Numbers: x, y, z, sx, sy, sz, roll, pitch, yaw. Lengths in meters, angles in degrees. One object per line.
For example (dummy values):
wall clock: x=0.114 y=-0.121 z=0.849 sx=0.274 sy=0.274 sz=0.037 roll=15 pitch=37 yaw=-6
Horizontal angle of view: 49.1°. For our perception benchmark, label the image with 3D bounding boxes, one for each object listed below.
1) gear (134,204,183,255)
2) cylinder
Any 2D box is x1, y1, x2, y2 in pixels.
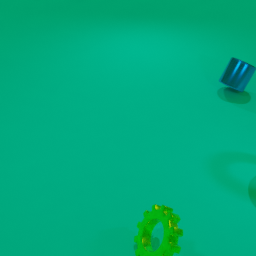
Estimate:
gear: x=0.559 y=2.092 z=5.414 sx=0.218 sy=1.181 sz=1.181 roll=26 pitch=32 yaw=-26
cylinder: x=3.910 y=-1.904 z=10.039 sx=0.960 sy=0.960 sz=0.960 roll=23 pitch=18 yaw=-8
